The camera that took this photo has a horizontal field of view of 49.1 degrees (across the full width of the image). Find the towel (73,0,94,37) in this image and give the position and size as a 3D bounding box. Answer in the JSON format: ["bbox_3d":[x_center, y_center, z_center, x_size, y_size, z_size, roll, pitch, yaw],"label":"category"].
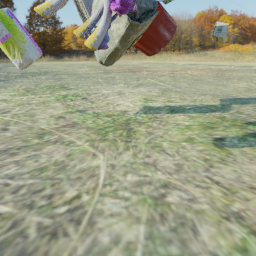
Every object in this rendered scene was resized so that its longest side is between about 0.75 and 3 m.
[{"bbox_3d":[-1.232,-3.877,10.237,0.412,2.389,1.583,-21,8,20],"label":"towel"}]

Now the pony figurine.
[{"bbox_3d":[-0.348,-2.607,5.187,2.119,2.196,1.828,33,16,-6],"label":"pony figurine"}]

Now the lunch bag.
[{"bbox_3d":[-0.135,-2.760,6.996,1.255,2.135,1.751,14,-27,-25],"label":"lunch bag"}]

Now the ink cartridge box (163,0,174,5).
[{"bbox_3d":[1.559,-4.687,9.249,1.037,0.751,0.435,-33,69,-16],"label":"ink cartridge box"}]

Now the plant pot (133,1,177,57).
[{"bbox_3d":[0.478,-3.786,9.915,2.082,2.141,2.141,35,0,-27],"label":"plant pot"}]

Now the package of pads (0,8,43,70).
[{"bbox_3d":[-3.556,-2.794,8.755,0.621,1.821,1.407,-31,24,12],"label":"package of pads"}]

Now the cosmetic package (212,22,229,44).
[{"bbox_3d":[2.745,-2.814,8.327,0.357,0.423,0.819,20,8,17],"label":"cosmetic package"}]
